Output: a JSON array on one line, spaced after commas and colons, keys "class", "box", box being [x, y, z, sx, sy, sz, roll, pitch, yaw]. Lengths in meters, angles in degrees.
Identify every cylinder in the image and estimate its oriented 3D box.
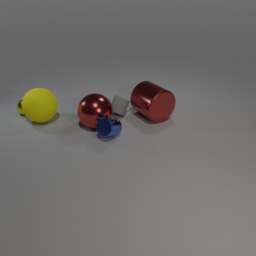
[{"class": "cylinder", "box": [-0.695, -0.025, 10.424, 0.700, 0.700, 0.700, 19, 11, 30]}, {"class": "cylinder", "box": [1.038, -1.125, 11.827, 1.400, 1.400, 1.400, -18, 34, -28]}, {"class": "cylinder", "box": [-0.366, -0.970, 12.025, 0.700, 0.700, 0.700, 22, 4, -2]}]

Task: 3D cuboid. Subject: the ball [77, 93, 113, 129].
[{"class": "ball", "box": [-1.292, -0.672, 11.069, 1.400, 1.400, 1.400, 0, 30, 0]}]

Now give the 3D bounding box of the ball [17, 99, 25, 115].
[{"class": "ball", "box": [-4.469, -0.915, 12.190, 0.700, 0.700, 0.700, 0, 30, 0]}]

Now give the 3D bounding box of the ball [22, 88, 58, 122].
[{"class": "ball", "box": [-3.602, -0.930, 11.470, 1.400, 1.400, 1.400, 0, 30, 0]}]
